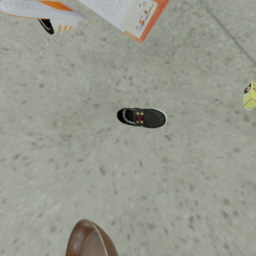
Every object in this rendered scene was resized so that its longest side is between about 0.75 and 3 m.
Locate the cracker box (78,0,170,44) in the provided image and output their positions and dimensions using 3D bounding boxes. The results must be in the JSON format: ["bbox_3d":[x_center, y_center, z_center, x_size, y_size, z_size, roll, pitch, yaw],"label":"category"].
[{"bbox_3d":[-0.272,-3.972,7.447,2.955,1.979,0.852,34,31,-6],"label":"cracker box"}]

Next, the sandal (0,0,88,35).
[{"bbox_3d":[-2.295,-2.991,7.676,2.517,0.721,0.964,-17,53,-44],"label":"sandal"}]

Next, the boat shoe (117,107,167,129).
[{"bbox_3d":[0.266,-0.207,5.873,1.208,0.442,0.378,11,17,43],"label":"boat shoe"}]

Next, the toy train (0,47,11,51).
[{"bbox_3d":[-2.782,-1.472,5.584,0.784,0.332,0.454,9,78,-12],"label":"toy train"}]

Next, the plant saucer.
[{"bbox_3d":[-0.605,2.761,4.822,0.397,2.304,2.304,7,61,-28],"label":"plant saucer"}]

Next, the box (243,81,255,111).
[{"bbox_3d":[2.945,-0.772,6.724,0.205,0.309,0.820,30,43,-3],"label":"box"}]
